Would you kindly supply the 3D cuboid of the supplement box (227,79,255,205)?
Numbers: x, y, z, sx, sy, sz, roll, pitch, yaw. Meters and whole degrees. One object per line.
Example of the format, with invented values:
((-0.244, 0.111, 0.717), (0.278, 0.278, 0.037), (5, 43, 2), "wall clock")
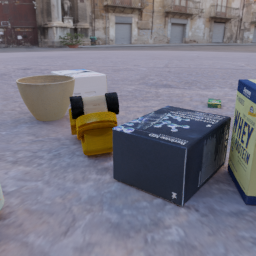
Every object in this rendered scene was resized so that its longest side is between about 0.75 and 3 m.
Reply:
((3.450, 0.247, 5.727), (2.255, 2.253, 1.514), (2, 19, 5), "supplement box")

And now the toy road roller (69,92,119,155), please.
((-0.961, 0.049, 8.184), (1.379, 1.638, 2.244), (-7, -17, -12), "toy road roller")

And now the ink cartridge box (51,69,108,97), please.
((-2.607, -2.338, 14.774), (2.028, 1.181, 2.805), (-13, 23, -32), "ink cartridge box")

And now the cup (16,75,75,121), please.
((-3.088, -1.149, 10.836), (2.149, 1.537, 2.149), (0, 20, 0), "cup")

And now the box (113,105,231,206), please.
((1.075, 0.454, 6.595), (1.808, 1.304, 2.437), (14, 25, 35), "box")

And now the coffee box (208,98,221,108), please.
((3.959, -1.143, 12.825), (0.605, 0.216, 0.984), (6, 20, 16), "coffee box")

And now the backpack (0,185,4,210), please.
((-2.897, 1.189, 4.876), (1.146, 0.999, 1.303), (24, 29, 38), "backpack")
